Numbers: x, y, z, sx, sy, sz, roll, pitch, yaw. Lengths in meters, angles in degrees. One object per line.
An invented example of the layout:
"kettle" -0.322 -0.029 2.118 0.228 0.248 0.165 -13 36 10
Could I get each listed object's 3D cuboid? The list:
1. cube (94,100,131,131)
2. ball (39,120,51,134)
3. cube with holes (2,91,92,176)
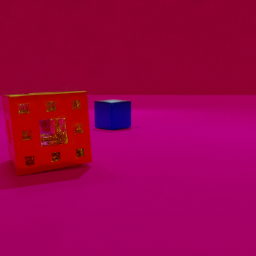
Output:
"cube" -0.456 -0.409 8.418 0.813 0.813 0.813 -9 13 -44
"ball" -1.654 -0.035 5.721 0.779 0.779 0.779 0 7 0
"cube with holes" -1.256 -0.006 4.275 1.047 1.047 1.047 -8 10 -27
